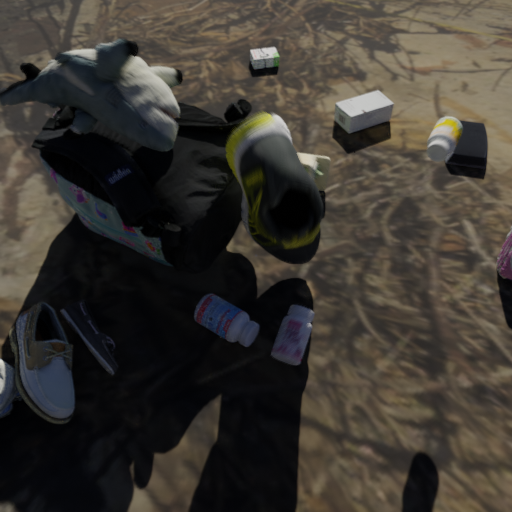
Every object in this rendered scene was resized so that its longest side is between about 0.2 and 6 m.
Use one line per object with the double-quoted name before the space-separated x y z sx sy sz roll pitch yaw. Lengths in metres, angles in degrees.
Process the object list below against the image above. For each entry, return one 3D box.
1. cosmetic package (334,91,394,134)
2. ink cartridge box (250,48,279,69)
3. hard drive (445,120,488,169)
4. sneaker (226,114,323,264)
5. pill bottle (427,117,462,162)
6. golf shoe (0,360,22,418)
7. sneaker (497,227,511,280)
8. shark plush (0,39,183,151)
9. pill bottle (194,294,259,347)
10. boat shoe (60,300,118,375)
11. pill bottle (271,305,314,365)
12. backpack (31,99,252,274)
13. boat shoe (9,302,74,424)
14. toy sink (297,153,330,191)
"cosmetic package" 2.589 -3.474 13.490 1.246 0.505 0.703 -23 52 -17
"ink cartridge box" 0.226 -5.376 15.233 0.709 0.298 0.516 -10 50 -8
"hard drive" 4.850 -2.616 12.896 0.975 0.306 1.445 11 51 9
"sneaker" 0.427 -0.598 8.970 1.287 3.456 1.462 -27 56 2
"pill bottle" 2.856 -1.766 8.540 0.419 0.419 0.744 21 49 17
"golf shoe" -4.255 2.455 8.154 0.836 1.038 2.134 11 52 7
"sneaker" 5.367 -0.344 10.636 1.034 0.940 2.338 30 55 14
"shark plush" -2.852 -2.539 8.949 3.522 1.600 1.467 8 93 9
"pill bottle" -0.495 1.113 9.576 1.051 0.572 0.572 27 55 21
"boat shoe" -2.717 1.301 9.436 0.473 0.555 1.659 -37 55 -21
"pill bottle" 0.621 1.299 9.241 0.505 0.505 0.890 16 71 13
"backpack" -2.098 -1.498 10.458 3.976 2.517 3.318 23 57 18
"boat shoe" -3.332 1.625 8.869 0.729 0.796 2.131 -50 55 16
"toy sink" 0.901 -1.675 11.692 1.167 0.760 0.654 10 30 6
